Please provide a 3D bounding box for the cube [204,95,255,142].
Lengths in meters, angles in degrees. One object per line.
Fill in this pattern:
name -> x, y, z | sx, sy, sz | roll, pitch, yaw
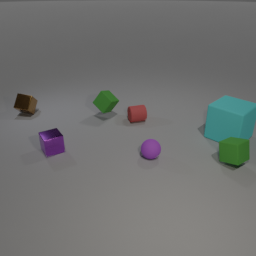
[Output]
cube -> 3.969, -0.275, 10.807 | 1.400, 1.400, 1.400 | 24, 36, 38

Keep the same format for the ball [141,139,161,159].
ball -> 0.793, 0.725, 9.695 | 0.700, 0.700, 0.700 | 0, 28, 0

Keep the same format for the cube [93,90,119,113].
cube -> -0.956, -1.147, 12.180 | 0.700, 0.700, 0.700 | 45, 24, 12

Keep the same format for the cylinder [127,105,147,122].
cylinder -> 0.396, -0.634, 12.228 | 0.700, 0.700, 0.700 | -8, 29, -14

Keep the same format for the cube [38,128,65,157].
cube -> -2.744, 0.514, 10.089 | 0.700, 0.700, 0.700 | -16, 32, -28

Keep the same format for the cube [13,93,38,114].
cube -> -4.645, -1.093, 12.739 | 0.700, 0.700, 0.700 | 10, -11, 6

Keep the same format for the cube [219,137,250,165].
cube -> 3.503, 0.744, 9.236 | 0.700, 0.700, 0.700 | -15, 16, -36
